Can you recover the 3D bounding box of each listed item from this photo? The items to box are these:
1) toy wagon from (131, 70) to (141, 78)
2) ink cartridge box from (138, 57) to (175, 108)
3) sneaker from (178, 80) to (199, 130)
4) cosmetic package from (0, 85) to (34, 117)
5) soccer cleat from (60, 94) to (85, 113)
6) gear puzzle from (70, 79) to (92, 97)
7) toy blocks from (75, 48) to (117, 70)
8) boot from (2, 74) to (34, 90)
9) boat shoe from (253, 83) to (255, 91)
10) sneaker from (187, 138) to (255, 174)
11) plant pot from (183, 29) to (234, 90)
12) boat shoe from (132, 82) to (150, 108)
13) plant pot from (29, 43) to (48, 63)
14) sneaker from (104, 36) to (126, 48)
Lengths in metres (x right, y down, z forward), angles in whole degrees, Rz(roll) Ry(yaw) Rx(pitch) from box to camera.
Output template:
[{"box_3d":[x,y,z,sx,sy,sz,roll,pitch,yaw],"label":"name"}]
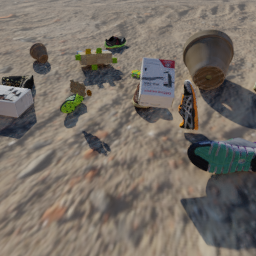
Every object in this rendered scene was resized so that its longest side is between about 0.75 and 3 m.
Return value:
[{"box_3d":[0.536,-2.586,13.342,0.787,0.156,0.611,13,37,19],"label":"toy wagon"},{"box_3d":[0.890,-1.393,8.580,1.042,0.588,1.419,5,63,-1],"label":"ink cartridge box"},{"box_3d":[1.959,-0.720,9.235,0.661,1.711,0.670,-5,13,14],"label":"sneaker"},{"box_3d":[-5.193,-1.155,10.784,2.748,0.696,1.134,8,34,12],"label":"cosmetic package"},{"box_3d":[-2.229,-0.949,10.765,0.577,0.481,1.424,0,29,27],"label":"soccer cleat"},{"box_3d":[-1.674,-1.406,10.067,1.045,0.541,0.137,22,34,27],"label":"gear puzzle"},{"box_3d":[-1.732,-3.637,14.311,2.077,1.038,1.420,-8,24,-16],"label":"toy blocks"},{"box_3d":[-4.741,-1.882,11.931,1.203,0.585,1.598,-2,31,-5],"label":"boot"},{"box_3d":[6.208,-2.111,12.231,1.882,0.625,0.697,-27,43,-34],"label":"boat shoe"},{"box_3d":[2.834,0.706,8.078,2.510,0.934,1.099,8,23,-7],"label":"sneaker"},{"box_3d":[3.505,-2.790,12.198,2.232,2.232,1.936,5,51,7],"label":"plant pot"},{"box_3d":[0.733,-1.671,11.359,0.887,0.885,2.458,9,36,13],"label":"boat shoe"},{"box_3d":[-4.573,-3.862,14.683,0.914,0.914,0.797,-24,58,-31],"label":"plant pot"},{"box_3d":[-0.715,-5.188,16.697,1.533,0.642,0.588,-25,42,-32],"label":"sneaker"}]
